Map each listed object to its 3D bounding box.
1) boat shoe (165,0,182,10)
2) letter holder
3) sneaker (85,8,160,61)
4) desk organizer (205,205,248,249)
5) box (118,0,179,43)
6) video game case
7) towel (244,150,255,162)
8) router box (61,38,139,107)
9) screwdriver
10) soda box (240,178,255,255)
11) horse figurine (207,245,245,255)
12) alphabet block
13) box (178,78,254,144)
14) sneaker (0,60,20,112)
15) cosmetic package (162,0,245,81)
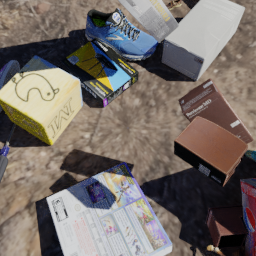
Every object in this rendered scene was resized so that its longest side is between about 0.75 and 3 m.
[{"bbox_3d":[1.704,-4.783,10.796,0.801,0.288,0.289,-18,64,-9],"label":"boat shoe"},{"bbox_3d":[1.376,0.352,4.696,0.993,0.499,0.706,35,69,27],"label":"letter holder"},{"bbox_3d":[-0.259,-3.210,9.438,2.779,1.239,1.092,22,65,11],"label":"sneaker"},{"bbox_3d":[2.932,2.323,6.713,1.896,0.680,0.730,-5,39,-2],"label":"desk organizer"},{"bbox_3d":[-0.140,-3.510,6.399,0.711,2.942,2.330,-38,67,19],"label":"box"},{"bbox_3d":[-0.519,2.278,6.674,2.213,0.555,2.441,-24,52,-11],"label":"video game case"},{"bbox_3d":[3.764,1.104,6.386,2.137,2.914,0.316,34,97,16],"label":"towel"},{"bbox_3d":[-0.910,-1.849,9.112,2.078,0.531,1.550,41,70,19],"label":"router box"},{"bbox_3d":[-3.437,0.363,8.171,0.409,0.427,2.934,5,54,4],"label":"screwdriver"},{"bbox_3d":[3.114,2.336,6.193,0.837,0.758,2.391,-5,94,-1],"label":"soda box"},{"bbox_3d":[1.940,3.602,5.882,2.449,0.611,1.623,-42,37,-17],"label":"horse figurine"},{"bbox_3d":[-2.377,-0.735,7.877,1.571,1.579,1.608,29,66,9],"label":"alphabet block"},{"bbox_3d":[1.664,-0.151,5.270,0.720,1.437,0.539,-35,28,22],"label":"box"},{"bbox_3d":[-4.244,-1.432,8.828,1.097,0.697,1.925,13,63,10],"label":"sneaker"},{"bbox_3d":[2.509,-3.113,9.422,1.507,1.272,2.821,35,71,17],"label":"cosmetic package"}]
